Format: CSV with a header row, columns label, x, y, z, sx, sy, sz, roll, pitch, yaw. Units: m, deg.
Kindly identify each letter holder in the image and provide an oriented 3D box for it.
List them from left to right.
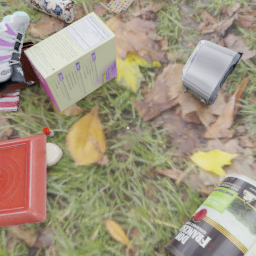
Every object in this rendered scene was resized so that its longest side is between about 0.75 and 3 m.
label,x,y,z,sx,sy,sz,roll,pitch,yaw
letter holder,-4.519,-2.385,10.416,2.505,1.780,1.260,-25,65,-12

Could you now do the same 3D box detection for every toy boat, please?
label,x,y,z,sx,sy,sz,roll,pitch,yaw
toy boat,-2.867,0.676,9.959,1.161,0.642,1.381,0,76,5

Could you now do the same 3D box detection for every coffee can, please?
label,x,y,z,sx,sy,sz,roll,pitch,yaw
coffee can,2.835,3.118,8.057,2.184,2.184,2.985,42,73,15

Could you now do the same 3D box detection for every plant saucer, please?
label,x,y,z,sx,sy,sz,roll,pitch,yaw
plant saucer,-4.187,1.709,9.235,2.954,0.542,2.949,-10,68,8

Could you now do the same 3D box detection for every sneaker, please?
label,x,y,z,sx,sy,sz,roll,pitch,yaw
sneaker,-3.438,-2.080,8.542,1.770,0.984,2.531,44,103,3

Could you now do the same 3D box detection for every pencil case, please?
label,x,y,z,sx,sy,sz,roll,pitch,yaw
pencil case,-3.408,-5.454,12.161,2.299,1.028,0.894,28,67,11

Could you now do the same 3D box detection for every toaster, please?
label,x,y,z,sx,sy,sz,roll,pitch,yaw
toaster,3.040,-2.186,10.476,1.554,1.367,2.405,32,92,15

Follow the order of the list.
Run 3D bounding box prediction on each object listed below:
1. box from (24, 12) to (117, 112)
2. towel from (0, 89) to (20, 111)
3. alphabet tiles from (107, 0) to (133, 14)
label,x,y,z,sx,sy,sz,roll,pitch,yaw
box,-1.874,-2.284,10.111,2.754,2.423,1.332,-35,72,-13
towel,-4.650,-1.181,10.917,0.804,0.127,1.116,-2,68,0
alphabet tiles,-0.395,-5.643,12.773,0.870,0.039,1.041,29,71,11
